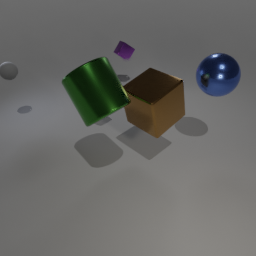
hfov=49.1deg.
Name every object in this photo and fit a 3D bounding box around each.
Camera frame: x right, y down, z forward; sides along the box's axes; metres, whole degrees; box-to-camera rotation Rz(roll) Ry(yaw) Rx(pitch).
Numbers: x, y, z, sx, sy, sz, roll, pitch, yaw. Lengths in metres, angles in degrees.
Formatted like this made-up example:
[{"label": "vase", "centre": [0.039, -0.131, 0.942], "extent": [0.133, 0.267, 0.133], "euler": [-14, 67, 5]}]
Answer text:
[{"label": "ball", "centre": [2.922, -1.719, 9.114], "extent": [1.400, 1.400, 1.400], "euler": [0, 33, 0]}, {"label": "cylinder", "centre": [-0.844, -0.962, 7.568], "extent": [1.400, 1.400, 1.400], "euler": [-29, 4, 2]}, {"label": "cube", "centre": [-0.202, -3.985, 14.464], "extent": [0.700, 0.700, 0.700], "euler": [26, 11, -31]}, {"label": "cube", "centre": [0.807, -0.815, 8.823], "extent": [1.400, 1.400, 1.400], "euler": [-38, 47, -24]}, {"label": "ball", "centre": [-4.624, -2.202, 10.844], "extent": [0.700, 0.700, 0.700], "euler": [0, 33, 0]}]
